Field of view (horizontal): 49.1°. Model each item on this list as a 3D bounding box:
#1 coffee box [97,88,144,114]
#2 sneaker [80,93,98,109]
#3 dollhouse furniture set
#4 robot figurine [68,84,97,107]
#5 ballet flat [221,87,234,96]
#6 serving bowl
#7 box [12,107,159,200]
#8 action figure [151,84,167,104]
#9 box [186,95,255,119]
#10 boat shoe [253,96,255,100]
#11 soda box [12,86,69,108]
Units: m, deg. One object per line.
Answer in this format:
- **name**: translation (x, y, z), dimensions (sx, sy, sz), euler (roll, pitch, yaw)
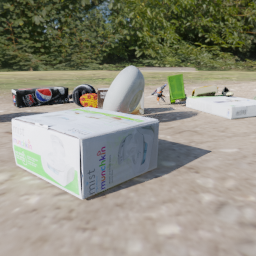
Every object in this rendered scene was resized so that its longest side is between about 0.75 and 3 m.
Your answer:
- **coffee box**: translation (-0.298, -1.048, 10.854), dimensions (1.761, 1.007, 0.702), euler (-1, 14, -7)
- **sneaker**: translation (-0.983, -1.015, 11.619), dimensions (1.993, 0.727, 0.769), euler (8, 7, -9)
- **dollhouse furniture set**: translation (2.908, -1.877, 12.721), dimensions (2.128, 1.068, 1.394), euler (-9, -3, 7)
- **robot figurine**: translation (-1.960, -1.466, 12.655), dimensions (1.177, 0.977, 1.566), euler (34, 14, -5)
- **ballet flat**: translation (4.363, -1.589, 12.347), dimensions (0.403, 0.345, 1.213), euler (1, 13, 3)
- **serving bowl**: translation (0.000, -1.001, 9.018), dimensions (0.629, 1.912, 1.912), euler (31, 25, 18)
- **box**: translation (-0.837, 0.273, 5.497), dimensions (2.198, 1.063, 1.939), euler (13, 19, 41)
- **action figure**: translation (1.530, -1.566, 12.664), dimensions (0.880, 0.852, 0.460), euler (-39, 53, -6)
- **box**: translation (4.015, -0.928, 11.466), dimensions (2.045, 0.515, 2.834), euler (-6, 17, -22)
- **boat shoe**: translation (5.823, -0.946, 10.728), dimensions (0.734, 0.869, 2.436), euler (-7, 13, -10)
- **soda box**: translation (-4.009, -1.462, 12.984), dimensions (2.425, 0.768, 0.858), euler (-10, 17, -33)
